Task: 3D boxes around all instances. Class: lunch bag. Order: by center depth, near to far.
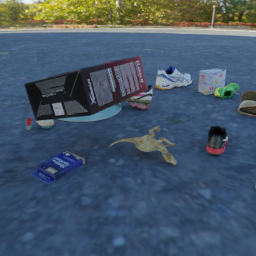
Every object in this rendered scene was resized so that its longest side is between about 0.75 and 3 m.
[{"bbox_3d":[3.977,-2.186,13.088,1.256,1.065,0.798,-11,25,-17],"label":"lunch bag"}]

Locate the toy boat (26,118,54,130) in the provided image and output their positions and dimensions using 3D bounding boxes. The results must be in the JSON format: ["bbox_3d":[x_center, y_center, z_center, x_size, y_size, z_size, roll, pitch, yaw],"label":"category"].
[{"bbox_3d":[-3.011,-0.169,9.514,0.893,0.415,0.751,-7,28,-34],"label":"toy boat"}]

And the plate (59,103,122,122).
[{"bbox_3d":[-1.736,-0.982,11.255,2.984,0.381,2.984,-1,24,0],"label":"plate"}]

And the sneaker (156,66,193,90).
[{"bbox_3d":[2.419,-2.600,14.051,2.335,1.029,0.879,-17,28,-35],"label":"sneaker"}]

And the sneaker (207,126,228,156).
[{"bbox_3d":[2.649,0.209,8.201,0.528,0.730,1.494,8,24,22],"label":"sneaker"}]

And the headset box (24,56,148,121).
[{"bbox_3d":[-0.973,-1.173,7.863,2.150,1.085,2.893,-3,17,37],"label":"headset box"}]

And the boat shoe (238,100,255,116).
[{"bbox_3d":[4.962,-0.607,10.229,1.762,0.628,0.569,9,33,36],"label":"boat shoe"}]

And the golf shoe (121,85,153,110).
[{"bbox_3d":[-0.154,-1.493,11.069,2.295,1.057,0.833,12,24,-6],"label":"golf shoe"}]

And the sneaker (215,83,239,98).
[{"bbox_3d":[4.525,-1.606,12.599,1.421,0.526,0.594,-19,43,-28],"label":"sneaker"}]

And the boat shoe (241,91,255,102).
[{"bbox_3d":[5.496,-0.932,10.730,2.233,0.804,0.754,18,24,22],"label":"boat shoe"}]

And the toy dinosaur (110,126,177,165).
[{"bbox_3d":[0.543,0.383,7.964,2.105,0.613,1.064,16,30,32],"label":"toy dinosaur"}]

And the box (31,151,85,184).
[{"bbox_3d":[-1.783,0.972,7.164,0.722,0.193,1.191,18,31,34],"label":"box"}]
